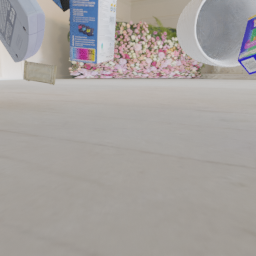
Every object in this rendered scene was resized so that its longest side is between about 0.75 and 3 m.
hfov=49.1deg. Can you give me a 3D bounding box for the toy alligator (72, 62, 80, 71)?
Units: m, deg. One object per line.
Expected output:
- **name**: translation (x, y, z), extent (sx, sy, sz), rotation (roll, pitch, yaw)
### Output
- **toy alligator**: translation (-1.412, -2.706, 9.777), extent (0.508, 1.713, 0.465), rotation (31, -25, 10)

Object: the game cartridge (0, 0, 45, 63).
- **game cartridge**: translation (-2.223, -2.138, 5.432), extent (0.435, 1.434, 2.150), rotation (-31, 7, -28)

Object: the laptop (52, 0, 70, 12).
- **laptop**: translation (-1.334, -3.883, 7.423), extent (1.480, 0.916, 1.580), rotation (-33, -5, -8)

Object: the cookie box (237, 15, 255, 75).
- **cookie box**: translation (2.591, -1.638, 4.925), extent (0.448, 1.193, 1.021), rotation (39, -31, -26)

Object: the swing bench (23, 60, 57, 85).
- **swing bench**: translation (-2.310, -1.445, 7.401), extent (0.795, 0.519, 0.800), rotation (7, 7, -15)

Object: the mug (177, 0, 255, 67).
- **mug**: translation (2.694, -3.308, 8.282), extent (2.114, 2.863, 2.510), rotation (23, 13, -13)

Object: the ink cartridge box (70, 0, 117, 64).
- **ink cartridge box**: translation (-0.690, -2.258, 5.756), extent (0.649, 1.700, 1.160), rotation (10, 21, 11)
